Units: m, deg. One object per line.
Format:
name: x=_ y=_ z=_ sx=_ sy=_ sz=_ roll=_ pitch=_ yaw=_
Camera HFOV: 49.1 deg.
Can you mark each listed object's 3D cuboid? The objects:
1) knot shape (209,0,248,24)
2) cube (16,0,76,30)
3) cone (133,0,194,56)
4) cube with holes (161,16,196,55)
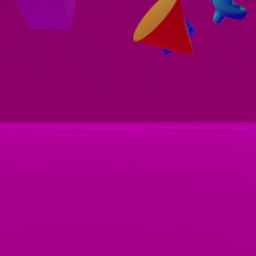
knot shape: x=2.830 y=-3.707 z=8.180 sx=0.814 sy=1.648 sz=1.761 roll=-27 pitch=-35 yaw=13
cube: x=-1.712 y=-2.789 z=5.961 sx=0.944 sy=0.944 sz=0.944 roll=3 pitch=-25 yaw=3
cone: x=0.979 y=-1.911 z=5.858 sx=1.237 sy=1.233 sz=1.233 roll=35 pitch=-16 yaw=-25
cube with holes: x=1.644 y=-3.442 z=10.192 sx=0.939 sy=0.939 sz=0.939 roll=-34 pitch=-3 yaw=-27
